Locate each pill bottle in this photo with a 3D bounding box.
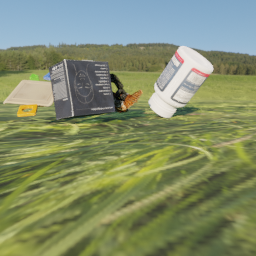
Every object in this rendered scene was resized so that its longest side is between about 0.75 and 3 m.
[{"bbox_3d":[1.783,-1.571,10.078,1.408,2.354,1.408,24,33,-17],"label":"pill bottle"}]

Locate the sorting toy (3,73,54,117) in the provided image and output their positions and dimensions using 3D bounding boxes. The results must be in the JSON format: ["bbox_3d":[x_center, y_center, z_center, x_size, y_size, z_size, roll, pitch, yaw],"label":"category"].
[{"bbox_3d":[-2.790,-0.994,8.491,1.486,0.360,2.640,2,36,5],"label":"sorting toy"}]

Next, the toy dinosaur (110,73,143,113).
[{"bbox_3d":[-0.309,-1.028,9.103,2.015,1.368,1.029,-25,35,31],"label":"toy dinosaur"}]

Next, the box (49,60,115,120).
[{"bbox_3d":[-1.242,-1.043,7.734,1.469,1.444,0.911,-9,0,-44],"label":"box"}]
